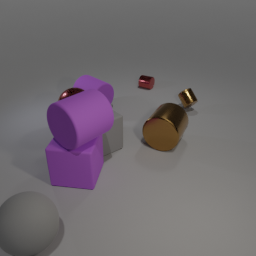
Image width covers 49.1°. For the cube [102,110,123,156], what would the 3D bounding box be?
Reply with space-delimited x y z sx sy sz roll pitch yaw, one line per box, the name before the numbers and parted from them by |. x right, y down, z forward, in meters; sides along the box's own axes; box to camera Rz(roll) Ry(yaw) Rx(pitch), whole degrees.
cube | -1.138 0.102 10.323 1.400 1.400 1.400 -22 36 -33

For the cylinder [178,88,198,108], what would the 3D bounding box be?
cylinder | 2.802 -1.390 13.104 0.700 0.700 0.700 -18 75 -29

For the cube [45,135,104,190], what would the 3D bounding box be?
cube | -1.623 0.916 8.902 1.400 1.400 1.400 4 30 7

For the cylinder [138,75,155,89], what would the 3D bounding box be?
cylinder | 1.045 -2.580 15.743 0.700 0.700 0.700 16 33 26

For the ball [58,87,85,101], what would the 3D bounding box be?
ball | -2.115 -0.928 11.266 1.400 1.400 1.400 0 30 0

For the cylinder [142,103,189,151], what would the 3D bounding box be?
cylinder | 1.436 -0.064 10.600 1.400 1.400 1.400 13 32 22

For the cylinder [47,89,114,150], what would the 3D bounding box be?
cylinder | -1.369 -0.273 8.111 1.400 1.400 1.400 23 38 35

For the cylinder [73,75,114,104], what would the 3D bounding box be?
cylinder | -1.614 -1.607 13.016 1.400 1.400 1.400 27 39 32

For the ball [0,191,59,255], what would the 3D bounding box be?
ball | -2.265 2.141 6.306 1.400 1.400 1.400 0 30 0
